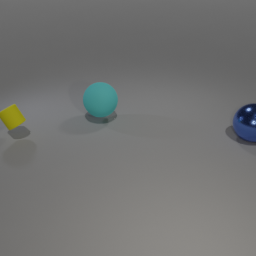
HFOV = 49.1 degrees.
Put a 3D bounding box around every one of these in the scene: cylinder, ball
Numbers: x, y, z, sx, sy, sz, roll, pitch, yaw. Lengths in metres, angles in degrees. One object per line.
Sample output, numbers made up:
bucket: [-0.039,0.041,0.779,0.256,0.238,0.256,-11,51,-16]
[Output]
cylinder: [-4.157,-0.392,10.025,0.700,0.700,0.700,-26,18,9]
ball: [4.498,-0.187,10.052,1.400,1.400,1.400,0,29,0]
ball: [-1.107,-1.135,11.282,1.400,1.400,1.400,0,29,0]
